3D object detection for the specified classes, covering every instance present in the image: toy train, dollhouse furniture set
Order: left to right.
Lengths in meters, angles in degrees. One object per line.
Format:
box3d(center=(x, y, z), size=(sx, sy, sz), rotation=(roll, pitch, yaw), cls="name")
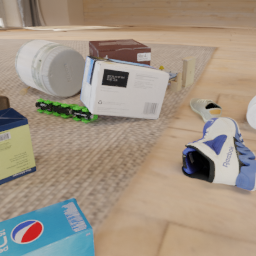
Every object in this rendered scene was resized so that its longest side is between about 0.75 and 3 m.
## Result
box3d(center=(-2.449, -0.745, 11.097), size=(2.821, 0.589, 0.795), rotation=(13, 18, 25), cls="toy train")
box3d(center=(2.168, -3.047, 14.862), size=(2.234, 1.458, 2.109), rotation=(18, 31, 35), cls="dollhouse furniture set")

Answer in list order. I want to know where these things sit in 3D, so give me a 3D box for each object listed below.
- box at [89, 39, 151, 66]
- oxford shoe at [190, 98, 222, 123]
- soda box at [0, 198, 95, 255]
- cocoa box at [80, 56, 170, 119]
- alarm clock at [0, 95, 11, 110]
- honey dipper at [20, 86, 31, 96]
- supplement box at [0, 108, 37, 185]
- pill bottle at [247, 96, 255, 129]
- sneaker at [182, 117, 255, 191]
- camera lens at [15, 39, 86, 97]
box3d(center=(-0.472, -2.798, 13.262), size=(2.377, 2.353, 2.865), rotation=(-6, 26, -13), cls="box")
box3d(center=(3.122, -0.854, 11.154), size=(0.902, 0.693, 2.400), rotation=(-5, 24, -3), cls="oxford shoe")
box3d(center=(-2.021, 2.172, 4.386), size=(2.917, 0.990, 0.936), rotation=(-13, 28, -26), cls="soda box")
box3d(center=(-0.198, -1.555, 10.677), size=(2.768, 1.846, 1.816), rotation=(3, 21, -26), cls="cocoa box")
box3d(center=(-5.219, -0.801, 10.521), size=(1.704, 0.841, 2.527), rotation=(-6, 1, 5), cls="alarm clock")
box3d(center=(-5.044, -1.950, 13.978), size=(0.291, 0.291, 1.532), rotation=(-1, 22, -3), cls="honey dipper")
box3d(center=(-3.393, 0.522, 7.181), size=(1.575, 1.573, 1.057), rotation=(-20, 32, -36), cls="supplement box")
box3d(center=(5.172, -0.746, 10.140), size=(1.335, 1.335, 2.412), rotation=(18, 30, 33), cls="pill bottle")
box3d(center=(2.215, 0.552, 7.625), size=(1.655, 1.158, 2.866), rotation=(2, 27, -1), cls="sneaker")
box3d(center=(-3.731, -2.893, 13.438), size=(3.000, 2.399, 2.399), rotation=(23, 33, 38), cls="camera lens")
